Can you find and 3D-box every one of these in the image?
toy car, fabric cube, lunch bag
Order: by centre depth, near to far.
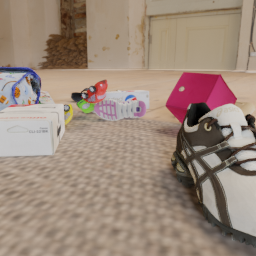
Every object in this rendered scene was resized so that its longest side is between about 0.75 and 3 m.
[{"bbox_3d":[1.891,-0.659,7.248,1.145,1.126,1.148,18,-16,49],"label":"fabric cube"},{"bbox_3d":[-3.734,-1.041,8.142,1.953,1.422,2.297,-1,26,0],"label":"lunch bag"},{"bbox_3d":[-1.296,-0.679,8.366,2.099,0.468,1.975,-32,2,9],"label":"toy car"}]

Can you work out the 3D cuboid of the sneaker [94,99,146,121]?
[{"bbox_3d":[-0.288,-0.590,8.956,1.662,0.668,0.735,-1,7,-18],"label":"sneaker"}]

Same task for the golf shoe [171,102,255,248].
[{"bbox_3d":[1.317,0.398,3.604,1.083,1.316,2.786,-3,16,-17],"label":"golf shoe"}]

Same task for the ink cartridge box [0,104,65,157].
[{"bbox_3d":[-2.193,-0.019,6.268,1.320,0.766,1.830,-1,14,-5],"label":"ink cartridge box"}]

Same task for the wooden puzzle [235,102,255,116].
[{"bbox_3d":[2.950,-0.616,9.327,2.144,0.496,1.985,14,20,29],"label":"wooden puzzle"}]

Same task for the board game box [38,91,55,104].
[{"bbox_3d":[-3.089,-1.067,10.258,0.650,0.171,0.850,7,37,-48],"label":"board game box"}]

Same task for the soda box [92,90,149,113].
[{"bbox_3d":[-0.324,-0.987,10.205,2.148,0.684,0.732,-6,12,-20],"label":"soda box"}]

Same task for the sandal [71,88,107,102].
[{"bbox_3d":[-1.160,-1.380,11.897,2.872,0.615,1.092,8,15,29],"label":"sandal"}]
